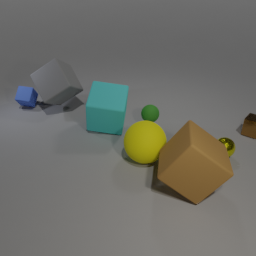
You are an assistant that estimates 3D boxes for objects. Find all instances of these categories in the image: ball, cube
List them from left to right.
[{"bbox_3d":[-4.636,-1.435,12.835,0.700,0.700,0.700,8,73,5],"label":"cube"},{"bbox_3d":[-3.069,-1.969,12.245,1.400,1.400,1.400,-30,-7,13],"label":"cube"},{"bbox_3d":[-0.791,-0.768,10.813,1.400,1.400,1.400,8,50,1],"label":"cube"},{"bbox_3d":[0.557,0.457,9.138,1.400,1.400,1.400,0,30,0],"label":"ball"},{"bbox_3d":[0.854,-0.552,10.768,0.700,0.700,0.700,0,30,0],"label":"ball"},{"bbox_3d":[1.806,0.927,7.761,1.400,1.400,1.400,35,29,-10],"label":"cube"},{"bbox_3d":[3.258,0.659,9.454,0.700,0.700,0.700,0,30,0],"label":"ball"},{"bbox_3d":[4.877,-0.074,10.815,0.700,0.700,0.700,21,34,32],"label":"cube"}]
